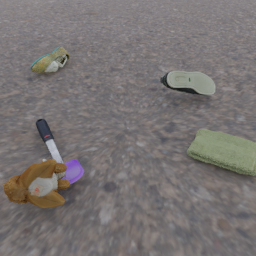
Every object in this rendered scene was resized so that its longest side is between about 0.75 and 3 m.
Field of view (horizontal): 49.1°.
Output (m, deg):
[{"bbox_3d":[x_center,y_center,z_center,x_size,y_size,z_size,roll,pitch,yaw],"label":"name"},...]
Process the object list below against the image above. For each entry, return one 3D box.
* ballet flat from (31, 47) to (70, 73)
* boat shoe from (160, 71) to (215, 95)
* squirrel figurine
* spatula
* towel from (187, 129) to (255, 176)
[{"bbox_3d":[-2.978,-2.630,11.168,0.786,0.786,2.225,9,34,13],"label":"ballet flat"},{"bbox_3d":[1.970,-1.442,9.041,1.922,0.690,0.650,6,-6,-23],"label":"boat shoe"},{"bbox_3d":[-1.700,0.974,5.302,1.194,0.845,1.114,-17,12,-3],"label":"squirrel figurine"},{"bbox_3d":[-1.827,0.485,6.805,0.818,0.297,2.895,-25,42,-14],"label":"spatula"},{"bbox_3d":[2.364,0.555,6.796,1.665,0.304,1.235,17,35,22],"label":"towel"}]
